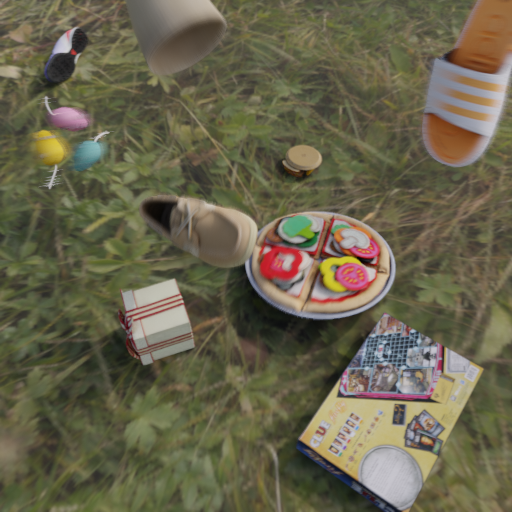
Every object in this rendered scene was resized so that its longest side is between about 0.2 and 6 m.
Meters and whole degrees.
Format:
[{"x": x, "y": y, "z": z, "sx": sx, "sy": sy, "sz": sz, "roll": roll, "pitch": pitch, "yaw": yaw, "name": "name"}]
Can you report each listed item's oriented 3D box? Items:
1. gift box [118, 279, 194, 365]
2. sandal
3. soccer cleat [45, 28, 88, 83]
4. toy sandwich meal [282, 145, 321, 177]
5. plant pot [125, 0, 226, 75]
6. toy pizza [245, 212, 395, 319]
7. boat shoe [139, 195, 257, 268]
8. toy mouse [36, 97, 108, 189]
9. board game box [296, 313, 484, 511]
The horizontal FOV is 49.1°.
[{"x": -1.718, "y": 1.043, "z": 9.350, "sx": 1.080, "sy": 1.156, "sz": 1.067, "roll": -18, "pitch": 51, "yaw": -11, "name": "gift box"}, {"x": 3.711, "y": -3.323, "z": 9.727, "sx": 1.328, "sy": 3.467, "sz": 0.994, "roll": 25, "pitch": 17, "yaw": 33, "name": "sandal"}, {"x": -4.894, "y": -5.010, "z": 14.147, "sx": 0.675, "sy": 0.630, "sz": 1.846, "roll": -3, "pitch": 56, "yaw": 31, "name": "soccer cleat"}, {"x": 1.002, "y": -2.045, "z": 12.118, "sx": 0.859, "sy": 0.294, "sz": 0.859, "roll": 2, "pitch": 51, "yaw": -2, "name": "toy sandwich meal"}, {"x": -1.614, "y": -4.343, "z": 9.775, "sx": 1.558, "sy": 1.558, "sz": 1.664, "roll": -30, "pitch": 87, "yaw": -20, "name": "plant pot"}, {"x": 1.163, "y": 0.003, "z": 10.255, "sx": 2.746, "sy": 0.435, "sz": 2.746, "roll": -1, "pitch": 45, "yaw": 1, "name": "toy pizza"}, {"x": -0.927, "y": -0.406, "z": 8.177, "sx": 2.363, "sy": 0.762, "sz": 0.842, "roll": 16, "pitch": 88, "yaw": 48, "name": "boat shoe"}, {"x": -2.260, "y": -1.485, "z": 7.054, "sx": 0.979, "sy": 1.102, "sz": 0.213, "roll": -19, "pitch": 9, "yaw": -38, "name": "toy mouse"}, {"x": 2.123, "y": 2.383, "z": 8.767, "sx": 1.823, "sy": 0.466, "sz": 2.692, "roll": 31, "pitch": 60, "yaw": 20, "name": "board game box"}]
